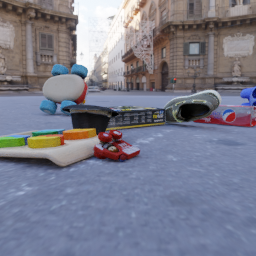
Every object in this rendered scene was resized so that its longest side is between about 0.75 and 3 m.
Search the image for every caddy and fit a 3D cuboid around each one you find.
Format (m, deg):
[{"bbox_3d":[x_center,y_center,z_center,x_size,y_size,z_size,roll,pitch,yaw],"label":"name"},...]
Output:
[{"bbox_3d":[7.594,-1.615,16.284,2.215,1.566,1.162,-6,4,-30],"label":"caddy"}]

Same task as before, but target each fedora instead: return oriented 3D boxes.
[{"bbox_3d":[-1.086,-0.153,7.990,1.782,0.814,1.782,4,-4,0],"label":"fedora"}]

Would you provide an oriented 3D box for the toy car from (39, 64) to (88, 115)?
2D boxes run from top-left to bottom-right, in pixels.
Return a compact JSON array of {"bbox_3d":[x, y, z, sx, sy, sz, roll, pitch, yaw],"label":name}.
[{"bbox_3d":[-3.137,-1.756,16.293,2.637,2.748,2.982,4,-20,24],"label":"toy car"}]

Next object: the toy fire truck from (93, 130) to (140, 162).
[{"bbox_3d":[-0.249,0.441,5.988,0.769,0.514,0.916,26,21,27],"label":"toy fire truck"}]

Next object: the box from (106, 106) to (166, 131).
[{"bbox_3d":[-0.345,-0.471,11.279,2.940,0.725,2.347,-6,12,-35],"label":"box"}]

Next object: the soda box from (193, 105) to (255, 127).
[{"bbox_3d":[3.964,-0.553,11.538,2.444,0.775,0.856,7,11,42],"label":"soda box"}]

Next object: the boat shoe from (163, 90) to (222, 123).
[{"bbox_3d":[2.191,-0.676,10.688,2.721,0.973,0.813,-18,21,47],"label":"boat shoe"}]

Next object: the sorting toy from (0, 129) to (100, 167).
[{"bbox_3d":[-1.909,0.303,6.626,2.606,0.475,2.412,4,8,25],"label":"sorting toy"}]
